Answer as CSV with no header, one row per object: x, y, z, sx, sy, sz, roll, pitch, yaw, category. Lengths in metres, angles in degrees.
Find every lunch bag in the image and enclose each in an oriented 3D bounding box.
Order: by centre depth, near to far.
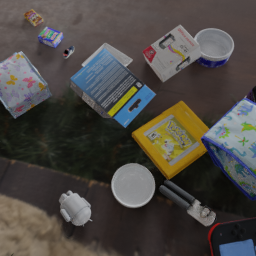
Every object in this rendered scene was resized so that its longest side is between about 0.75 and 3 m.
4.446,0.666,10.088,2.510,1.881,2.953,-40,80,-17,lunch bag
-4.592,-1.882,11.617,1.917,1.437,2.261,-37,79,-15,lunch bag

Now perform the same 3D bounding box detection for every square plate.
-0.936,-2.940,12.777,1.681,0.241,1.697,35,69,15,square plate

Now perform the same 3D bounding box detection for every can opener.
2.061,2.660,9.834,2.169,0.721,0.571,34,66,25,can opener

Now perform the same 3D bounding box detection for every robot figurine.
-1.803,2.798,9.647,1.321,0.746,1.120,43,37,19,robot figurine

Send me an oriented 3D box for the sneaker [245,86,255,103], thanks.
5.565,-0.597,11.151,0.922,1.066,2.434,-22,66,-10,sneaker

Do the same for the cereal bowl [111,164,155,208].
0.182,2.110,10.050,1.551,0.646,1.551,0,63,0,cereal bowl

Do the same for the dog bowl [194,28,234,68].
3.862,-3.675,12.879,1.784,0.703,1.784,0,63,0,dog bowl

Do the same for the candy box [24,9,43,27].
-4.732,-5.511,14.040,0.539,0.261,0.925,-40,72,-19,candy box

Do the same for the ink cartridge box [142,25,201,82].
1.906,-3.256,12.274,2.058,0.881,1.519,-36,66,5,ink cartridge box

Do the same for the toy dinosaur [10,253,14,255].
-4.022,4.568,9.076,0.433,0.233,0.982,8,63,-12,toy dinosaur

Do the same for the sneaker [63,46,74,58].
-2.767,-3.605,13.060,0.286,0.322,0.763,23,65,11,sneaker

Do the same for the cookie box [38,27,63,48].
-3.703,-4.351,13.412,0.913,0.343,0.781,23,64,10,cookie box

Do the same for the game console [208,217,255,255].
3.946,4.322,8.662,2.602,0.457,2.943,-8,80,-3,game console

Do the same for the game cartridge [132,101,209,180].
1.857,0.385,11.028,2.619,0.425,2.309,-34,68,-15,game cartridge

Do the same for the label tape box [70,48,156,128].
-0.646,-1.542,11.586,2.905,0.919,2.095,43,69,1,label tape box
